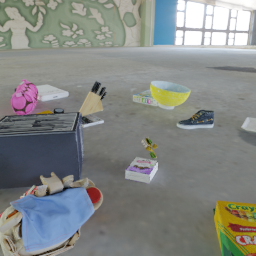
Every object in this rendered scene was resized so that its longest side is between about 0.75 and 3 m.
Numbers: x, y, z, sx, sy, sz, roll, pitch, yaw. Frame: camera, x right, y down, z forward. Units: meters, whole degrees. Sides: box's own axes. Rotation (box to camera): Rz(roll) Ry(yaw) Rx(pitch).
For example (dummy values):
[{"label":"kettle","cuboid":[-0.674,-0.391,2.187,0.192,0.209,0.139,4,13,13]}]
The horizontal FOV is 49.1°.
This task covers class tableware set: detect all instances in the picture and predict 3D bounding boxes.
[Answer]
[{"label":"tableware set","cuboid":[0.763,0.616,9.014,0.169,0.741,1.100,-35,-3,14]}]

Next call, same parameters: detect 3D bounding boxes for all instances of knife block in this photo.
[{"label":"knife block","cuboid":[-1.685,-1.380,12.781,1.577,1.385,0.505,-17,11,-7]}]

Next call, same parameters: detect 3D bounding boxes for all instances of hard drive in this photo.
[{"label":"hard drive","cuboid":[-5.054,-2.170,17.080,1.726,0.349,2.617,-18,28,-38]}]

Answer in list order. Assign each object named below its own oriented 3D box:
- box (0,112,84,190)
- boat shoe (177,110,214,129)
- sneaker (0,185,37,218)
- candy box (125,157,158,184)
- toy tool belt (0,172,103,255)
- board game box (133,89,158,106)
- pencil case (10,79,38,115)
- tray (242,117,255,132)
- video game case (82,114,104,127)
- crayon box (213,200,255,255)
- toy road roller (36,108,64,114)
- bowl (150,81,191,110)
[{"label":"box","cuboid":[-2.604,0.549,8.109,2.495,1.537,2.475,-3,14,-5]},{"label":"boat shoe","cuboid":[2.880,-0.397,11.932,1.606,0.729,0.568,-2,21,-6]},{"label":"sneaker","cuboid":[-2.256,1.714,6.315,1.899,0.824,0.700,-20,27,-41]},{"label":"candy box","cuboid":[0.415,1.229,8.282,0.739,0.315,0.881,8,22,20]},{"label":"toy tool belt","cuboid":[-1.337,1.608,5.513,2.327,1.430,1.453,-19,68,-35]},{"label":"board game box","cuboid":[1.590,-1.835,16.128,1.577,0.401,2.345,15,25,34]},{"label":"pencil case","cuboid":[-5.310,-1.624,14.370,1.241,1.281,2.735,-8,23,-13]},{"label":"tray","cuboid":[5.412,-0.127,12.021,0.816,0.168,1.519,13,24,28]},{"label":"video game case","cuboid":[-1.843,-0.344,12.649,1.049,0.135,1.154,-15,27,-35]},{"label":"crayon box","cuboid":[2.532,2.149,5.560,1.410,0.564,2.221,3,21,7]},{"label":"toy road roller","cuboid":[-2.892,-0.120,11.054,1.077,0.907,1.476,30,34,32]},{"label":"bowl","cuboid":[2.056,-1.606,14.364,2.080,1.119,2.080,10,22,-4]}]
